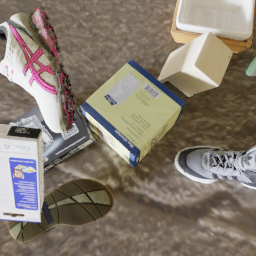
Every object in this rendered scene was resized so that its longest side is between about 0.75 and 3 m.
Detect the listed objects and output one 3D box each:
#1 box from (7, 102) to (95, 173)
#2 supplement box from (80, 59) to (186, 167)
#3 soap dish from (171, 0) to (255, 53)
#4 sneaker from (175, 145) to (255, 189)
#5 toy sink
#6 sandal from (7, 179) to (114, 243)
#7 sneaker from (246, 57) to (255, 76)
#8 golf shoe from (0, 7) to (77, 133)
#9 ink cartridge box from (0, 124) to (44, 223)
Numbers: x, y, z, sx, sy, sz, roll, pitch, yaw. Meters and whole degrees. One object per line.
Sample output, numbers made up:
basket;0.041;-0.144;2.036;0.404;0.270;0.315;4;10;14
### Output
box;-2.318;0.181;8.213;2.221;0.553;1.751;-31;73;3
supplement box;0.130;-0.403;8.196;2.088;1.401;2.086;42;75;14
soap dish;2.892;-3.717;9.598;2.622;1.065;2.063;12;70;4
sneaker;2.818;0.917;7.576;2.924;1.664;1.103;10;70;3
toy sink;2.046;-1.849;8.772;1.108;1.978;1.289;33;71;-19
sandal;-1.800;2.242;7.618;2.975;0.812;1.216;-26;79;7
sneaker;5.249;-2.025;9.011;2.573;1.000;1.800;-35;73;-11
golf shoe;-1.968;-1.140;5.998;1.347;1.062;2.924;-20;72;-4
ink cartridge box;-2.059;0.890;5.002;1.031;2.178;0.404;7;35;-7
